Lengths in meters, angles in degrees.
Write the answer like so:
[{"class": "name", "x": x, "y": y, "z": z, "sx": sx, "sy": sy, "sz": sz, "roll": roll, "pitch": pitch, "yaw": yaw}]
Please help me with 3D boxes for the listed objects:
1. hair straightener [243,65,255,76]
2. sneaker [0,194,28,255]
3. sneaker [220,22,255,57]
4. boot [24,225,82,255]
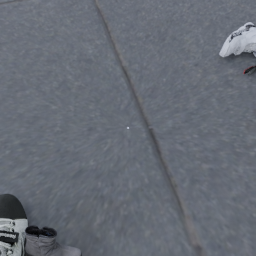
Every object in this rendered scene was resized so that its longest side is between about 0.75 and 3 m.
[{"class": "hair straightener", "x": 4.323, "y": -1.942, "z": 9.315, "sx": 1.003, "sy": 0.205, "sz": 0.386, "roll": -23, "pitch": 44, "yaw": -24}, {"class": "sneaker", "x": -2.586, "y": 2.518, "z": 5.837, "sx": 0.937, "sy": 1.119, "sz": 2.528, "roll": -1, "pitch": 60, "yaw": -18}, {"class": "sneaker", "x": 4.031, "y": -2.806, "z": 9.480, "sx": 1.118, "sy": 0.731, "sz": 1.946, "roll": 42, "pitch": 63, "yaw": 19}, {"class": "boot", "x": -1.540, "y": 2.453, "z": 5.837, "sx": 1.251, "sy": 0.823, "sz": 0.437, "roll": 9, "pitch": 32, "yaw": -11}]
